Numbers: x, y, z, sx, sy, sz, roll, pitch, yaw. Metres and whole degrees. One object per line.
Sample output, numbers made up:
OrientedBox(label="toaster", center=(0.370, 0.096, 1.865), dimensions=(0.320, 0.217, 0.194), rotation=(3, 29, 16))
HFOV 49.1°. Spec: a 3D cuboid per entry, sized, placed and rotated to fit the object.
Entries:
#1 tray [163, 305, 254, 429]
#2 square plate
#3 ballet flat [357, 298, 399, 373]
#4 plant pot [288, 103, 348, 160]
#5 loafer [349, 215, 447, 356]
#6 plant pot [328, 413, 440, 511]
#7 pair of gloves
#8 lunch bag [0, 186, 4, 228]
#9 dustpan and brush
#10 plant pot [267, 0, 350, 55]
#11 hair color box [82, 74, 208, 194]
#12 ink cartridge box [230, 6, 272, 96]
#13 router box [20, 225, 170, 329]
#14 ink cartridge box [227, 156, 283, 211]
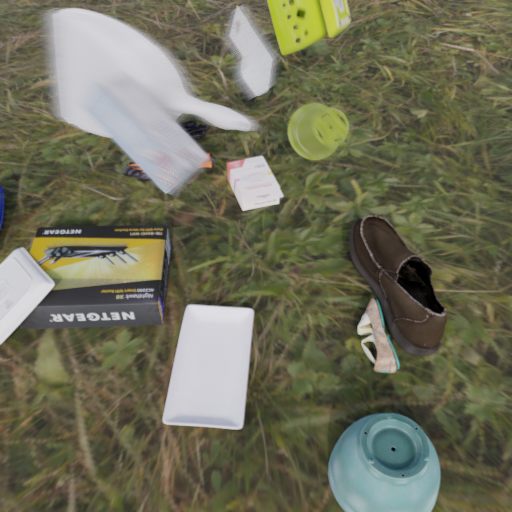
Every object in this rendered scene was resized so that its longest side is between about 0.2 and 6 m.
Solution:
OrientedBox(label="tray", center=(-0.774, 1.919, 9.874), dimensions=(1.315, 0.272, 2.450), rotation=(3, 47, 4))
OrientedBox(label="square plate", center=(-4.692, 0.744, 10.398), dimensions=(1.681, 0.239, 1.665), rotation=(-49, 48, -8))
OrientedBox(label="ballet flat", center=(2.140, 1.430, 10.193), dimensions=(0.525, 0.531, 1.560), rotation=(-11, 46, 3))
OrientedBox(label="plant pot", center=(1.045, -1.982, 8.760), dimensions=(0.912, 0.912, 0.866), rotation=(-11, 9, -10))
OrientedBox(label="loafer", center=(2.816, 0.295, 10.655), dimensions=(1.179, 1.152, 3.229), rotation=(0, 48, -24))
OrientedBox(label="plant pot", center=(1.953, 3.021, 8.253), dimensions=(1.666, 1.116, 1.666), rotation=(0, 47, 0))
OrientedBox(label="pair of gloves", center=(-2.245, -2.698, 14.236), dimensions=(2.209, 0.307, 2.479), rotation=(-6, 44, -4))
OrientedBox(label="lunch bag", center=(-6.488, -0.822, 11.798), dimensions=(1.860, 1.394, 2.188), rotation=(-10, 31, -3))
OrientedBox(label="dustpan and brush", center=(-1.962, -3.072, 10.910), dimensions=(3.771, 2.632, 1.079), rotation=(27, 52, 7))
OrientedBox(label="plant pot", center=(1.227, -5.512, 12.461), dimensions=(1.394, 1.537, 1.529), rotation=(-6, 26, 29))
OrientedBox(label="hair color box", center=(-1.717, -1.942, 8.824), dimensions=(1.825, 0.553, 0.903), rotation=(46, 34, -6))
OrientedBox(label="ink cartridge box", center=(-0.176, -3.974, 10.913), dimensions=(0.383, 1.343, 1.091), rotation=(-20, 45, 31))
OrientedBox(label="router box", center=(-3.120, 0.362, 11.029), dimensions=(2.700, 0.705, 2.123), rotation=(-2, 47, -2))
OrientedBox(label="ink cartridge box", center=(-0.032, -1.604, 13.025), dimensions=(0.922, 0.534, 1.583), rotation=(-12, 46, -12))
